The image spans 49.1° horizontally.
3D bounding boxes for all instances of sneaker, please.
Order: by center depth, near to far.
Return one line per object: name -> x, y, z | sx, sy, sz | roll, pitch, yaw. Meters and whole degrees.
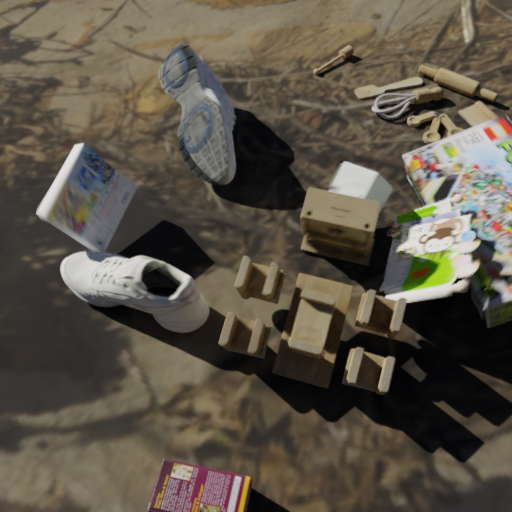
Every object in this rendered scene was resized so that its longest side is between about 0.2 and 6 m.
sneaker -> -1.964, 0.302, 8.796 | 2.592, 1.291, 0.970 | 15, 58, 15
sneaker -> -0.881, -2.781, 11.160 | 1.174, 1.373, 3.152 | -29, 65, 31

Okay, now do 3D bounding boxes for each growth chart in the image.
growth chart -> 2.658, -0.098, 8.788 | 1.678, 0.206, 2.319 | -23, 31, 36

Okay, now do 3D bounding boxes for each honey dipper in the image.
honey dipper -> 1.799, -4.597, 13.237 | 1.243, 0.236, 0.236 | -36, 61, -21

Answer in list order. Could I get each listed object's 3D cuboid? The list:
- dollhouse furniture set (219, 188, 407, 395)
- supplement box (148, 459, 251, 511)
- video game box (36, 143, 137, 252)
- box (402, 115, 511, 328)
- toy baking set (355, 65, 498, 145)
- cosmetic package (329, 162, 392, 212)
dollhouse furniture set -> 1.033, 0.618, 8.738 | 2.393, 1.814, 2.730 | 14, 76, 10
supplement box -> -0.699, 3.097, 7.161 | 1.180, 0.506, 0.651 | 9, 53, 7
video game box -> -2.811, -0.946, 9.441 | 0.328, 1.277, 1.401 | 3, 62, 39
box -> 4.039, -0.739, 9.396 | 2.028, 0.640, 3.686 | -22, 47, 10
toy baking set -> 3.782, -3.435, 12.252 | 2.956, 0.344, 2.269 | 36, 60, 24
cosmetic package -> 1.729, -1.014, 9.598 | 0.711, 0.712, 0.862 | 28, 90, 38
